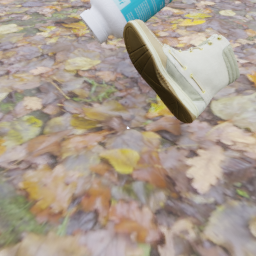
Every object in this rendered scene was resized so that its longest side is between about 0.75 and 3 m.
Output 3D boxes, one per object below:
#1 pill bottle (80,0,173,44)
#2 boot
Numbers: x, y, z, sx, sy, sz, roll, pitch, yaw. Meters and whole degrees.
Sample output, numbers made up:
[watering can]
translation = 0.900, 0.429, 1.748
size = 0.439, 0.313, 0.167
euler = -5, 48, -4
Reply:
[pill bottle]
translation = 0.026, -3.073, 6.714
size = 2.376, 1.316, 1.316
euler = -38, 46, 1
[boot]
translation = 1.073, -1.399, 5.391
size = 1.676, 2.167, 0.781
euler = -40, 7, -18
